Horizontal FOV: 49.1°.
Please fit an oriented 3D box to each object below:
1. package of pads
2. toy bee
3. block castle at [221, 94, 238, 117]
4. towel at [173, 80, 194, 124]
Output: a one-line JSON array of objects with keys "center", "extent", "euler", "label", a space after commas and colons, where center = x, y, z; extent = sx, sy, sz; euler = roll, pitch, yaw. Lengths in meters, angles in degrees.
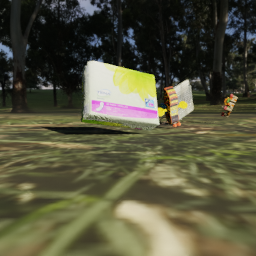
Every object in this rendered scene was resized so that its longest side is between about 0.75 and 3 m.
[{"center": [-0.162, -0.676, 5.943], "extent": [1.633, 1.262, 0.557], "euler": [7, -23, -26], "label": "package of pads"}, {"center": [1.331, -0.463, 8.195], "extent": [0.950, 0.789, 1.451], "euler": [-32, -40, 3], "label": "toy bee"}, {"center": [4.069, -0.916, 11.380], "extent": [0.407, 0.867, 0.580], "euler": [26, -28, 17], "label": "block castle"}, {"center": [2.049, -1.012, 10.738], "extent": [0.247, 1.379, 1.432], "euler": [11, 35, 46], "label": "towel"}]
